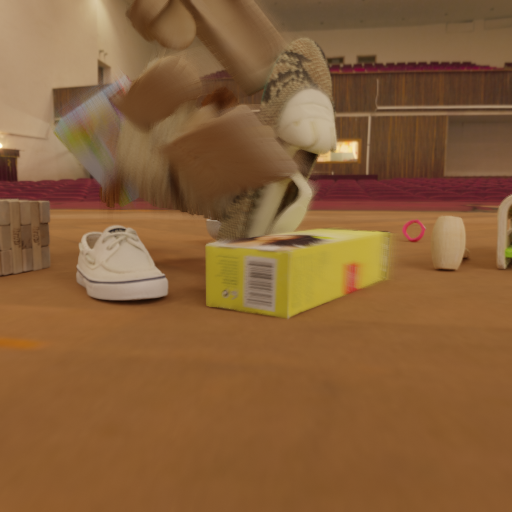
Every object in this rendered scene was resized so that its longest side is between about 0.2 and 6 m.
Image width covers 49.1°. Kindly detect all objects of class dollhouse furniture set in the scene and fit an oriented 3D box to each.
[{"bbox_3d":[-0.197,-1.955,5.350,1.602,1.870,1.966,-4,45,57],"label":"dollhouse furniture set"}]

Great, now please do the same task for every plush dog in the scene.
[{"bbox_3d":[-0.794,-1.116,7.034,1.932,2.250,1.805,18,52,34],"label":"plush dog"}]

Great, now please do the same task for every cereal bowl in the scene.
[{"bbox_3d":[-0.346,-0.444,10.330,1.149,0.479,1.149,-1,7,0],"label":"cereal bowl"}]

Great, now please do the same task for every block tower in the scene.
[{"bbox_3d":[-3.572,-0.133,5.929,0.972,0.908,3.364,3,8,18],"label":"block tower"}]

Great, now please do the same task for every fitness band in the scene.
[{"bbox_3d":[3.058,-0.492,10.862,0.103,0.397,0.552,38,18,-33],"label":"fitness band"}]

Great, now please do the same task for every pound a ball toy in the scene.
[{"bbox_3d":[3.614,-0.492,7.692,1.852,1.207,2.841,4,7,29],"label":"pound a ball toy"}]

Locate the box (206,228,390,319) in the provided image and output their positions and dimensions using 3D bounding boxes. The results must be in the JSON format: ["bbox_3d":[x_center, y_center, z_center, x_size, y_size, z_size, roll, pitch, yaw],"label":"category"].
[{"bbox_3d":[0.530,0.079,5.535,0.883,0.588,2.345,5,8,30],"label":"box"}]

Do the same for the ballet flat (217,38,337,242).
[{"bbox_3d":[0.345,-0.944,6.099,0.903,2.661,1.002,10,20,-32],"label":"ballet flat"}]

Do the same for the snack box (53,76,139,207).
[{"bbox_3d":[-2.039,-1.718,8.642,1.333,1.580,0.535,-27,34,19],"label":"snack box"}]

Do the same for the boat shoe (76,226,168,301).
[{"bbox_3d":[-1.401,0.028,5.616,0.663,0.653,1.870,-4,8,-27],"label":"boat shoe"}]
